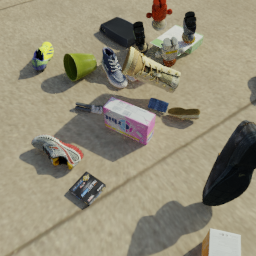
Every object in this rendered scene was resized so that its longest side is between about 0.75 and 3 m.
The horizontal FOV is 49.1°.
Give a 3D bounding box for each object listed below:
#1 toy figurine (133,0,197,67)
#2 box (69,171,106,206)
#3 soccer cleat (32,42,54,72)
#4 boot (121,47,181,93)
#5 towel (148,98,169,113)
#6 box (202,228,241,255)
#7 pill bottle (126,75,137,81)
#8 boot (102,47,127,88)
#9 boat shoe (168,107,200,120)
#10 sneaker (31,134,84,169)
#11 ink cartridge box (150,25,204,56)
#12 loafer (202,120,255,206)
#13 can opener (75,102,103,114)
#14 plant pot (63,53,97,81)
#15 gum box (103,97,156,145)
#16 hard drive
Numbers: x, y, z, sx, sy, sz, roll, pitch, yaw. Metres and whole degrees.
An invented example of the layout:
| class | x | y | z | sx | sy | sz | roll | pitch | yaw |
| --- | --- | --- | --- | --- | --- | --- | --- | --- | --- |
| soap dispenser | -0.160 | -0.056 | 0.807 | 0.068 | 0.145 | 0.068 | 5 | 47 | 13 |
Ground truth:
| class | x | y | z | sx | sy | sz | roll | pitch | yaw |
| --- | --- | --- | --- | --- | --- | --- | --- | --- | --- |
| toy figurine | 1.685 | -4.319 | 13.009 | 2.600 | 1.837 | 2.641 | 30 | 74 | 15 |
| box | -1.299 | 1.944 | 9.050 | 0.850 | 0.213 | 0.856 | 29 | 57 | 23 |
| soccer cleat | -3.983 | -3.530 | 13.162 | 0.666 | 0.862 | 2.061 | 3 | 50 | 2 |
| boot | 0.905 | -2.044 | 10.323 | 2.145 | 2.760 | 1.005 | 24 | 97 | 2 |
| towel | 1.224 | -0.921 | 11.291 | 0.809 | 0.196 | 0.452 | 21 | 95 | 22 |
| box | 2.330 | 3.610 | 7.122 | 0.808 | 1.031 | 1.657 | 10 | 51 | 9 |
| pill bottle | 0.472 | -2.612 | 12.562 | 0.619 | 0.619 | 1.103 | 36 | 59 | 26 |
| boot | -0.659 | -2.705 | 12.435 | 0.745 | 0.925 | 2.048 | -23 | 54 | -18 |
| boat shoe | 2.179 | -0.514 | 10.949 | 1.259 | 0.418 | 0.466 | 7 | 51 | 20 |
| sneaker | -2.533 | 0.810 | 9.640 | 1.917 | 0.746 | 0.788 | 19 | 54 | 15 |
| ink cartridge box | 2.421 | -4.210 | 13.920 | 1.709 | 0.563 | 2.349 | 33 | 57 | 24 |
| loafer | 2.980 | 1.111 | 8.052 | 1.071 | 2.943 | 1.064 | 15 | 35 | -17 |
| can opener | -1.555 | -0.813 | 11.331 | 1.179 | 0.310 | 0.392 | 10 | 16 | 6 |
| plant pot | -2.062 | -2.819 | 12.484 | 1.172 | 1.218 | 1.218 | -23 | 53 | -32 |
| gum box | -0.008 | -0.284 | 10.307 | 1.936 | 1.098 | 0.640 | 24 | 54 | 19 |
| hard drive | -0.322 | -5.104 | 14.719 | 1.515 | 0.475 | 2.246 | -35 | 59 | -26 |
